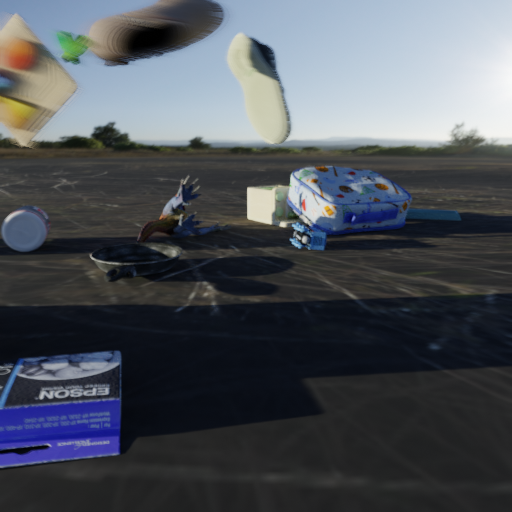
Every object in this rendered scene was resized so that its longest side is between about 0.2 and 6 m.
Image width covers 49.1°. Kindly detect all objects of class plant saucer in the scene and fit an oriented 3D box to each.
[{"bbox_3d":[3.704,-0.978,13.007,1.972,0.187,0.690,4,13,15],"label":"plant saucer"}]

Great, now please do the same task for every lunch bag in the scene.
[{"bbox_3d":[1.859,-1.105,11.407,2.342,0.885,1.877,-8,35,-27],"label":"lunch bag"}]

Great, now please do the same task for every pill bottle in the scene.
[{"bbox_3d":[-3.902,-0.501,9.590,0.679,0.679,1.172,-3,13,-14],"label":"pill bottle"}]

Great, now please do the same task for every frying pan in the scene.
[{"bbox_3d":[-1.531,0.117,7.596,1.282,0.345,2.119,-6,15,-22],"label":"frying pan"}]

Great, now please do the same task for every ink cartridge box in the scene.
[{"bbox_3d":[-1.497,0.995,3.767,1.158,0.254,1.169,-2,14,-14],"label":"ink cartridge box"}]

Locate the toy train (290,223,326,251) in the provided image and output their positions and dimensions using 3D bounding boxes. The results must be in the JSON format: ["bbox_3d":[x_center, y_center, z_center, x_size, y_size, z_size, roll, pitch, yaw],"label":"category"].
[{"bbox_3d":[0.884,-0.322,9.574,0.509,0.386,0.891,8,9,-7],"label":"toy train"}]

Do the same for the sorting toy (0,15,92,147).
[{"bbox_3d":[-3.377,-2.822,8.362,2.013,1.488,0.296,-39,0,18],"label":"sorting toy"}]

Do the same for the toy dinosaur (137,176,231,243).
[{"bbox_3d":[-1.574,-0.802,10.500,2.226,1.169,2.020,-18,2,-27],"label":"toy dinosaur"}]

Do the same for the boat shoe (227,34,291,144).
[{"bbox_3d":[0.244,-3.352,11.238,0.908,2.685,0.964,6,-36,-39],"label":"boat shoe"}]

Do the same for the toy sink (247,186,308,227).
[{"bbox_3d":[0.565,-1.134,12.249,0.909,0.781,1.395,-9,16,-34],"label":"toy sink"}]

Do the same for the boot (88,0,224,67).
[{"bbox_3d":[-1.579,-3.941,9.809,2.725,0.957,1.992,-22,29,-13],"label":"boot"}]
